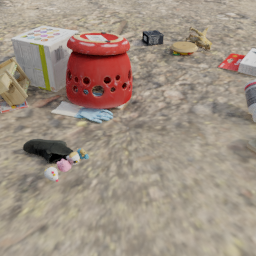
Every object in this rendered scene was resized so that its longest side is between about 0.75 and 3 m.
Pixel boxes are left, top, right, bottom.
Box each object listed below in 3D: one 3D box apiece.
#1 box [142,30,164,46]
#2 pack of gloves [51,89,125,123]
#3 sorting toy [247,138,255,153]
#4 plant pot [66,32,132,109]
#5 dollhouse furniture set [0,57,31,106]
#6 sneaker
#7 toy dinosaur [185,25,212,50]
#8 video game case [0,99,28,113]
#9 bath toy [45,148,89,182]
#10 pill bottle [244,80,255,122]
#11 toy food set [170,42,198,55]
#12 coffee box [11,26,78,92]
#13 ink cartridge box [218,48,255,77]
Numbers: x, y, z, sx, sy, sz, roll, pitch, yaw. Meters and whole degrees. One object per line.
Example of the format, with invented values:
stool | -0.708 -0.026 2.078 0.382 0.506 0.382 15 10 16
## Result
box | 1.260 -4.603 14.258 0.831 0.524 0.846 -12 38 -16
pack of gloves | -1.228 -0.877 9.221 2.027 0.400 1.703 12 37 17
sorting toy | 4.357 0.428 7.239 1.667 0.584 1.677 -21 40 -26
plant pot | -0.912 -1.977 9.192 2.242 2.042 2.242 4 29 -2
dollhouse furniture set | -4.323 -1.038 9.103 1.884 1.184 2.130 -27 33 5
sneaker | -2.031 0.613 7.139 1.345 0.404 0.701 -1 31 -7
toy dinosaur | 3.682 -4.587 14.298 1.322 0.761 2.614 18 42 -2
video game case | -3.820 -0.767 9.332 0.860 0.075 0.615 -16 39 -21
bath toy | -1.325 0.809 6.043 0.974 0.424 0.360 -35 63 -28
pill bottle | 4.014 -0.812 8.591 0.684 0.684 1.235 1 63 2
toy food set | 2.651 -3.792 13.317 1.291 0.317 1.305 5 36 6
coffee box | -2.958 -2.643 10.495 1.722 1.741 1.739 16 39 21
ink cartridge box | 5.053 -2.905 11.985 1.771 0.449 2.010 22 41 26
